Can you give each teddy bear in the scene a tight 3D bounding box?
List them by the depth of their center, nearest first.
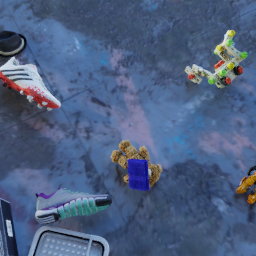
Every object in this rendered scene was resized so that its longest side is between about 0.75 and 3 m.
[{"bbox_3d":[0.257,1.190,9.418,1.314,0.605,1.812,-33,74,-5],"label":"teddy bear"}]

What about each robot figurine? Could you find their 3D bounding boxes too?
[{"bbox_3d":[4.259,1.836,9.324,1.288,0.375,0.934,-41,72,-16],"label":"robot figurine"}]

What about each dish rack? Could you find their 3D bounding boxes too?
[{"bbox_3d":[-1.812,4.068,8.252,2.292,0.499,1.967,11,67,5],"label":"dish rack"}]

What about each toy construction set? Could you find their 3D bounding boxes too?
[{"bbox_3d":[3.530,-2.475,10.839,2.512,1.157,1.647,-37,95,-7],"label":"toy construction set"}]

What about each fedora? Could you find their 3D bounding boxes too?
[{"bbox_3d":[-4.976,-3.601,11.624,1.421,0.649,1.421,0,66,0],"label":"fedora"}]

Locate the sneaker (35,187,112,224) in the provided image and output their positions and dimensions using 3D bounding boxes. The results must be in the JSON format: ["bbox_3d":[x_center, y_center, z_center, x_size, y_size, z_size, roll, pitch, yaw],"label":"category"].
[{"bbox_3d":[-1.709,2.196,8.797,2.360,0.878,1.033,-8,50,-16],"label":"sneaker"}]

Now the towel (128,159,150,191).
[{"bbox_3d":[0.313,1.497,8.940,0.732,0.246,0.992,0,98,29],"label":"towel"}]

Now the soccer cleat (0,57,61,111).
[{"bbox_3d":[-3.640,-1.714,10.589,2.966,1.018,1.264,28,76,17],"label":"soccer cleat"}]

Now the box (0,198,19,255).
[{"bbox_3d":[-4.342,3.238,8.389,1.595,0.912,1.751,-16,67,-9],"label":"box"}]
